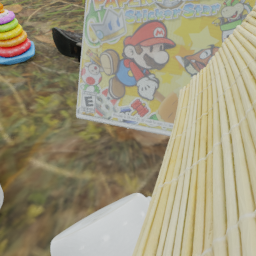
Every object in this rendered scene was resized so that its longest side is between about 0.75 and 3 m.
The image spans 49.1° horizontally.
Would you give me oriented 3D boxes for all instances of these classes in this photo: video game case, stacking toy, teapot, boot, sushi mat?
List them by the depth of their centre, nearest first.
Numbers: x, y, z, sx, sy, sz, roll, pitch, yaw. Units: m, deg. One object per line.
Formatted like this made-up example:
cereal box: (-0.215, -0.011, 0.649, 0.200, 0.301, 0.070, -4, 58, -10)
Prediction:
sushi mat: (0.384, -0.128, 1.110, 0.108, 0.857, 1.792, 37, 29, -2)
teapot: (-0.148, 1.801, 4.026, 1.697, 1.719, 1.256, -19, 77, -51)
video game case: (0.678, -1.172, 4.511, 2.925, 2.662, 0.335, 11, 19, 8)
stacking toy: (-4.020, -3.344, 9.131, 1.301, 2.241, 1.230, -17, 45, -8)
boot: (-1.342, -3.209, 10.207, 2.372, 0.821, 2.065, 35, 50, 22)

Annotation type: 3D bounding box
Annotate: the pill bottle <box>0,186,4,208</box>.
pill bottle: (-3.394, 0.627, 5.198, 1.480, 1.480, 2.610, -27, 48, -27)
